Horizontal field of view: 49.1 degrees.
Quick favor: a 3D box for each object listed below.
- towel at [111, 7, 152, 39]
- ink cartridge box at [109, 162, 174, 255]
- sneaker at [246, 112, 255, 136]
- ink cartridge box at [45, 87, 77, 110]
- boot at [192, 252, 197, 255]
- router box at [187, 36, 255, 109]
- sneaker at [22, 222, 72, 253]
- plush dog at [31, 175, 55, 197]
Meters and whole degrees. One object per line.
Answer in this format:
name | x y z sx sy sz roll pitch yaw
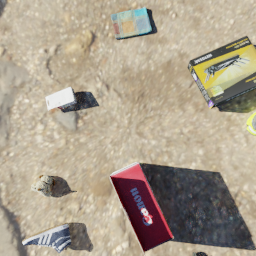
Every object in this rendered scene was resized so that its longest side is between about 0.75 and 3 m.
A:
towel | 0.144 -4.617 12.335 1.641 0.178 1.203 -12 82 -1
ink cartridge box | 0.459 2.779 10.220 1.209 2.532 2.884 -25 84 -3
sneaker | 6.020 -0.883 11.382 1.032 1.130 2.792 35 84 4
ink cartridge box | -2.810 -1.185 11.761 1.224 0.308 0.667 -20 72 10
boot | 2.928 5.200 11.093 0.546 0.283 0.836 -25 91 -8
router box | 4.187 -2.318 11.667 2.713 0.708 2.133 -25 77 -3
sneaker | -3.124 4.499 10.964 1.852 0.649 1.005 -19 81 -5
plush dog | -3.386 2.253 11.297 0.894 0.717 0.768 26 60 3
